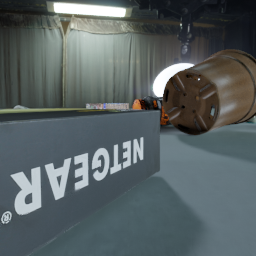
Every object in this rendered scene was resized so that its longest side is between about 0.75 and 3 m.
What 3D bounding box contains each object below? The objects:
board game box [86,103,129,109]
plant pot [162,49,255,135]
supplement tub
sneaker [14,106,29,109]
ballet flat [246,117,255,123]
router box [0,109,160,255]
[{"bbox_3d":[-0.941,-0.721,12.583,1.264,0.768,1.586,-4,6,-39],"label":"board game box"},{"bbox_3d":[2.130,-0.860,7.206,2.112,2.112,2.091,5,18,45],"label":"plant pot"},{"bbox_3d":[1.071,-0.581,9.580,1.672,1.024,1.024,-3,6,-19],"label":"supplement tub"},{"bbox_3d":[-3.128,-0.336,9.601,1.826,0.662,1.041,13,6,37],"label":"sneaker"},{"bbox_3d":[4.945,-0.451,11.430,0.467,0.441,1.385,1,5,16],"label":"ballet flat"},{"bbox_3d":[-1.151,0.204,2.271,2.101,0.698,2.672,2,5,25],"label":"router box"}]
